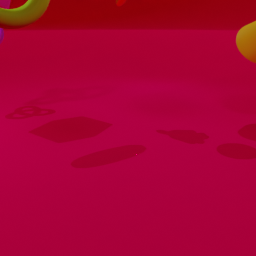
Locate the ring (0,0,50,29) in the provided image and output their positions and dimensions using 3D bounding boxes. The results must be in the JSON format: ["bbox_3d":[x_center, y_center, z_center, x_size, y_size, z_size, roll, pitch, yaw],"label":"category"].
[{"bbox_3d":[-2.248,-2.733,5.088,1.775,1.775,0.355,-15,25,-34],"label":"ring"}]

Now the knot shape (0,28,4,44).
[{"bbox_3d":[-4.437,-2.725,8.628,1.372,0.678,1.466,-20,25,9],"label":"knot shape"}]

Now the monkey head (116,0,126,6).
[{"bbox_3d":[-0.366,-3.220,6.050,0.920,1.526,1.098,16,58,-20],"label":"monkey head"}]

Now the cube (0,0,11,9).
[{"bbox_3d":[-3.646,-3.676,6.599,1.332,1.332,1.332,14,3,34],"label":"cube"}]

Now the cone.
[{"bbox_3d":[3.797,-2.635,7.286,1.417,1.417,1.422,-1,-21,-3],"label":"cone"}]
